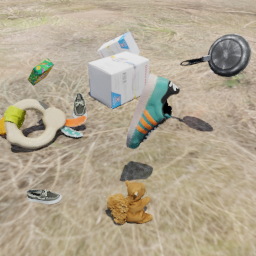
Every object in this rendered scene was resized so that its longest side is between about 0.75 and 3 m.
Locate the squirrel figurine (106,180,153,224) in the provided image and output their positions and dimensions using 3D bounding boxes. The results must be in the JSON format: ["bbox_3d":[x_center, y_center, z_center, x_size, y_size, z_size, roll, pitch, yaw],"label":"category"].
[{"bbox_3d":[0.040,2.004,7.576,1.200,1.120,0.849,-14,38,-19],"label":"squirrel figurine"}]

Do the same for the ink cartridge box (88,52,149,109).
[{"bbox_3d":[-0.396,-2.329,13.145,2.362,1.739,1.709,-27,43,-34],"label":"ink cartridge box"}]

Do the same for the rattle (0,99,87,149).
[{"bbox_3d":[-3.364,0.001,10.994,2.921,2.086,1.901,-7,66,-35],"label":"rattle"}]

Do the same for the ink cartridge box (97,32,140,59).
[{"bbox_3d":[-0.512,-4.291,15.708,1.800,1.325,1.302,-17,28,27],"label":"ink cartridge box"}]

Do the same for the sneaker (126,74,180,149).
[{"bbox_3d":[0.599,-0.238,7.245,0.915,2.290,0.817,20,38,1],"label":"sneaker"}]

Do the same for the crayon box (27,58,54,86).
[{"bbox_3d":[-3.045,-1.931,9.721,0.654,0.321,1.102,-46,11,-30],"label":"crayon box"}]

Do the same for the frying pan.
[{"bbox_3d":[2.869,-2.511,9.289,2.308,1.396,0.376,24,17,30],"label":"frying pan"}]

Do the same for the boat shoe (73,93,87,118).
[{"bbox_3d":[-2.145,-0.949,12.236,0.609,0.549,1.723,-7,36,-9],"label":"boat shoe"}]

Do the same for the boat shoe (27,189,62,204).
[{"bbox_3d":[-2.484,2.000,8.270,1.029,0.328,0.364,1,35,2],"label":"boat shoe"}]
